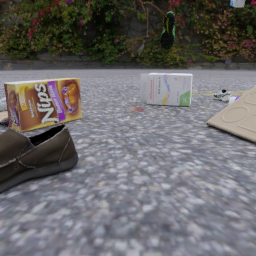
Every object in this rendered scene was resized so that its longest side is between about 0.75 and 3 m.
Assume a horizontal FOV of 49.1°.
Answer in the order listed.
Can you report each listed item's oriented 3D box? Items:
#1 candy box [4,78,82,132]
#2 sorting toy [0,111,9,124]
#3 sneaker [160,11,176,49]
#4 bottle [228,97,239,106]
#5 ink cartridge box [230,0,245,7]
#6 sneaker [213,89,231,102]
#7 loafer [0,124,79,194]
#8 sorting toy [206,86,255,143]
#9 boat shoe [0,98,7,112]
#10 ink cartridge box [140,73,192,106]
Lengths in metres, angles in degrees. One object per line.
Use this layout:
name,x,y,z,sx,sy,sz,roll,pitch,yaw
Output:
candy box,-2.571,-0.807,8.872,0.684,1.413,2.422,10,18,38
sorting toy,-3.628,-0.483,9.803,2.124,0.313,1.570,-18,18,-42
sneaker,1.251,-2.924,8.434,0.440,1.129,0.481,14,37,9
bottle,4.676,-0.587,9.070,2.680,0.875,1.119,10,19,33
ink cartridge box,3.369,-4.099,8.501,0.255,0.765,0.443,-4,31,-7
sneaker,4.693,-1.651,13.865,0.491,0.569,1.299,-6,14,-16
loafer,-2.110,0.456,4.829,0.983,0.961,2.692,13,19,41
sorting toy,3.753,-0.454,7.954,2.251,0.444,2.432,-35,20,-10
boat shoe,-4.664,-0.682,9.950,1.415,0.494,0.504,-19,20,1
ink cartridge box,1.617,-1.729,12.481,2.368,1.387,0.797,4,15,14
